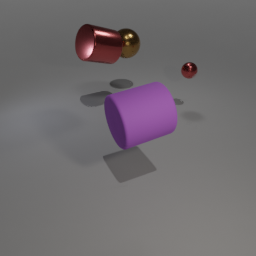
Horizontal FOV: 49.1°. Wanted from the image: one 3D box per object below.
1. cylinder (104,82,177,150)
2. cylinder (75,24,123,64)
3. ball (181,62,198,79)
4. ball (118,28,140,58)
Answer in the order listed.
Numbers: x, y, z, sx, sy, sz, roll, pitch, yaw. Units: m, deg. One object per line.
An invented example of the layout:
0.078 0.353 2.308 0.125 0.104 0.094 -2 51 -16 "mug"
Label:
0.293 -0.326 7.082 1.400 1.400 1.400 -18 34 -18 "cylinder"
-1.174 -3.335 11.255 1.400 1.400 1.400 -5 26 -43 "cylinder"
2.628 -2.468 12.006 0.700 0.700 0.700 0 30 0 "ball"
-0.095 -4.090 13.566 1.400 1.400 1.400 0 30 0 "ball"
